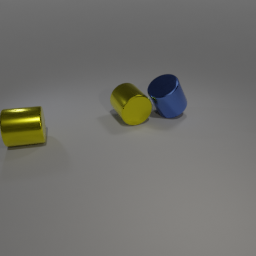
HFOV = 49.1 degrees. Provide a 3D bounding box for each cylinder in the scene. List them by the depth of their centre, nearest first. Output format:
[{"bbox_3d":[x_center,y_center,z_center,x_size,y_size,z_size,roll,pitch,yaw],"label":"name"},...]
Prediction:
[{"bbox_3d":[-3.847,-0.065,10.397,1.400,1.400,1.400,-6,30,-11],"label":"cylinder"},{"bbox_3d":[0.112,-1.046,12.047,1.400,1.400,1.400,-12,35,-21],"label":"cylinder"},{"bbox_3d":[1.733,-1.388,12.259,1.400,1.400,1.400,-16,48,19],"label":"cylinder"}]
